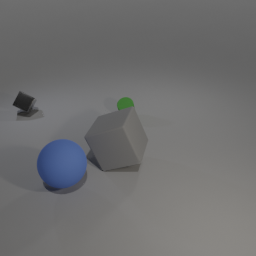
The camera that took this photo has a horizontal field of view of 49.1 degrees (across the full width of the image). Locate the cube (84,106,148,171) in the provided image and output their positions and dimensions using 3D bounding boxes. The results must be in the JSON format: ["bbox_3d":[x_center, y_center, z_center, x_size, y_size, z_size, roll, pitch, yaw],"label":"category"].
[{"bbox_3d":[-0.320,0.349,9.145,1.400,1.400,1.400,-15,25,22],"label":"cube"}]

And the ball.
[{"bbox_3d":[-1.889,1.021,8.060,1.400,1.400,1.400,0,30,0],"label":"ball"}]

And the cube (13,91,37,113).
[{"bbox_3d":[-4.536,-1.125,12.330,0.700,0.700,0.700,27,-5,-10],"label":"cube"}]

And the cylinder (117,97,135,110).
[{"bbox_3d":[-0.070,-0.852,11.970,0.700,0.700,0.700,-3,65,7],"label":"cylinder"}]
